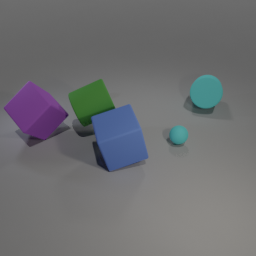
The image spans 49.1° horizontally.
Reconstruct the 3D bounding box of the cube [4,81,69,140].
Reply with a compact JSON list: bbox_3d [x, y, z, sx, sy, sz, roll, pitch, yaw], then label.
[{"bbox_3d":[-3.394,-0.614,10.485,1.400,1.400,1.400,-46,70,2],"label":"cube"}]

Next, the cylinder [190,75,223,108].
[{"bbox_3d":[3.591,-1.690,12.822,1.400,1.400,1.400,9,16,15],"label":"cylinder"}]

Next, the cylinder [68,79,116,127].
[{"bbox_3d":[-1.335,-0.955,10.647,1.400,1.400,1.400,-25,34,-1],"label":"cylinder"}]

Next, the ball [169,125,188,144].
[{"bbox_3d":[1.883,0.254,10.400,0.700,0.700,0.700,0,31,0],"label":"ball"}]

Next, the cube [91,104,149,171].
[{"bbox_3d":[-0.274,0.314,9.303,1.400,1.400,1.400,-19,41,-2],"label":"cube"}]
